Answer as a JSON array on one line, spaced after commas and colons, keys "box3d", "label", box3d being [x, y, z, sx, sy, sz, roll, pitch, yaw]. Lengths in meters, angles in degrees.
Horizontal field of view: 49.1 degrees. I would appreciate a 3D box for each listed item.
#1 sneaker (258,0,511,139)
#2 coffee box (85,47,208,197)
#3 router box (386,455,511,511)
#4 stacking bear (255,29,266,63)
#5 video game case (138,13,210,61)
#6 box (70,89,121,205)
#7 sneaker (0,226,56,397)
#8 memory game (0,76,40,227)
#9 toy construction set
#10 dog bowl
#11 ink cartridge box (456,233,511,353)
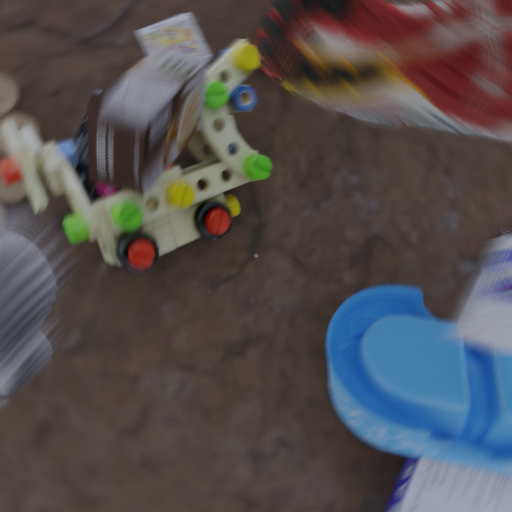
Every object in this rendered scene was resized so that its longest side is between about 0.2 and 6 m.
[{"box3d": [1.746, -1.886, 5.546, 3.284, 1.349, 1.278, 17, 96, 15], "label": "sneaker"}, {"box3d": [-1.215, -1.594, 6.473, 0.690, 0.989, 1.730, 18, 41, 7], "label": "coffee box"}, {"box3d": [2.657, 3.821, 6.926, 2.246, 0.611, 2.503, 25, 74, 8], "label": "router box"}, {"box3d": [0.869, -3.756, 9.152, 1.954, 1.187, 1.111, -31, 115, -2], "label": "stacking bear"}, {"box3d": [-1.400, -3.601, 9.566, 0.932, 0.117, 1.024, -23, 74, -7], "label": "video game case"}, {"box3d": [-2.013, -1.499, 8.128, 1.010, 0.877, 1.528, 40, 116, 12], "label": "box"}, {"box3d": [-2.803, 0.557, 5.641, 1.137, 2.774, 1.036, 36, 51, 6], "label": "sneaker"}, {"box3d": [-5.021, -1.568, 8.425, 3.386, 0.216, 3.386, 0, 87, -7], "label": "memory game"}, {"box3d": [-1.454, -1.270, 7.671, 3.784, 1.743, 2.481, -19, 110, -12], "label": "toy construction set"}, {"box3d": [2.701, 1.640, 7.119, 3.809, 0.944, 2.123, 11, 46, 3], "label": "dog bowl"}, {"box3d": [2.202, 0.374, 4.360, 0.953, 0.942, 0.224, 16, 30, 5], "label": "ink cartridge box"}]
